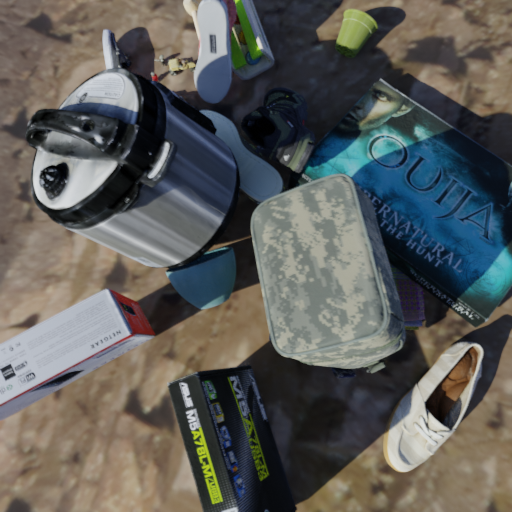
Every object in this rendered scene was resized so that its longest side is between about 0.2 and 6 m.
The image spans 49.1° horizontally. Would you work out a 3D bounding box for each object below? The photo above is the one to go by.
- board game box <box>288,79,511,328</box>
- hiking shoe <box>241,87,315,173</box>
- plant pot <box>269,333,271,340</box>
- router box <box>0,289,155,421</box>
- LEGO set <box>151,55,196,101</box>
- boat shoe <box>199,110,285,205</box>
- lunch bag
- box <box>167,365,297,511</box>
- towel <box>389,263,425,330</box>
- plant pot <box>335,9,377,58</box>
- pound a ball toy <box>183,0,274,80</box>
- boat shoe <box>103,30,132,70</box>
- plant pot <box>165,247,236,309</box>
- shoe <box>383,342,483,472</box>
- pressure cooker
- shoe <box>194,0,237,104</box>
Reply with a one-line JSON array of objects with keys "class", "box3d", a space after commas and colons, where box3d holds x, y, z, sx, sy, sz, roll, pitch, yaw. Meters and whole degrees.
[{"class": "board game box", "box3d": [3.482, -1.250, 11.538, 4.744, 0.668, 3.209, 38, 74, 12]}, {"class": "hiking shoe", "box3d": [0.347, -2.811, 11.447, 1.312, 0.987, 2.607, 15, 37, -24]}, {"class": "plant pot", "box3d": [0.747, 1.179, 10.882, 0.756, 1.129, 1.129, 14, 76, 7]}, {"class": "router box", "box3d": [-3.566, 1.824, 9.716, 3.368, 3.023, 0.823, -29, 84, -7]}, {"class": "LEGO set", "box3d": [-2.109, -3.476, 12.376, 1.568, 0.684, 2.415, -3, 75, -1]}, {"class": "boat shoe", "box3d": [-0.430, -2.025, 11.884, 0.992, 0.830, 2.776, -45, 68, 2]}, {"class": "lunch bag", "box3d": [1.407, 0.468, 9.707, 2.081, 2.505, 2.986, -21, 67, 22]}, {"class": "box", "box3d": [-0.310, 3.326, 9.499, 0.673, 2.735, 2.832, -23, 75, 15]}, {"class": "towel", "box3d": [2.394, 0.204, 11.523, 1.910, 0.303, 2.660, 0, 70, 0]}, {"class": "plant pot", "box3d": [2.214, -5.014, 12.797, 0.850, 0.850, 0.807, 26, 89, 7]}, {"class": "pound a ball toy", "box3d": [-0.601, -5.104, 12.818, 1.454, 0.947, 2.230, -24, 75, 21]}, {"class": "boat shoe", "box3d": [-3.096, -4.307, 12.663, 0.573, 0.604, 1.729, -8, 76, -8]}, {"class": "plant pot", "box3d": [-0.977, 0.503, 11.078, 1.393, 1.393, 0.938, -19, 98, -5]}, {"class": "shoe", "box3d": [3.398, 2.795, 10.623, 1.011, 0.772, 2.891, 37, 77, 3]}, {"class": "pressure cooker", "box3d": [-2.280, -1.571, 10.014, 3.002, 3.414, 3.049, -31, 54, 23]}, {"class": "shoe", "box3d": [-0.815, -4.510, 12.033, 0.813, 2.277, 1.036, 11, 44, 7]}]
